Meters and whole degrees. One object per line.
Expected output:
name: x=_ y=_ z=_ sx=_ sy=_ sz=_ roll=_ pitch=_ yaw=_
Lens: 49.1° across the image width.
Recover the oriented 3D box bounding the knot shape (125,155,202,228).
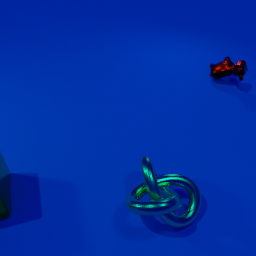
knot shape: x=0.804 y=1.377 z=5.781 sx=1.562 sy=0.771 sz=1.669 roll=27 pitch=28 yaw=-8

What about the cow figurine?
cow figurine: x=3.249 y=-1.874 z=9.127 sx=1.158 sy=0.636 sz=1.140 roll=-20 pitch=32 yaw=21

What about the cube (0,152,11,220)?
cube: x=-3.241 y=1.168 z=5.780 sx=1.258 sy=1.258 sz=1.258 roll=-12 pitch=45 yaw=-12
